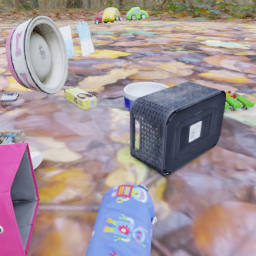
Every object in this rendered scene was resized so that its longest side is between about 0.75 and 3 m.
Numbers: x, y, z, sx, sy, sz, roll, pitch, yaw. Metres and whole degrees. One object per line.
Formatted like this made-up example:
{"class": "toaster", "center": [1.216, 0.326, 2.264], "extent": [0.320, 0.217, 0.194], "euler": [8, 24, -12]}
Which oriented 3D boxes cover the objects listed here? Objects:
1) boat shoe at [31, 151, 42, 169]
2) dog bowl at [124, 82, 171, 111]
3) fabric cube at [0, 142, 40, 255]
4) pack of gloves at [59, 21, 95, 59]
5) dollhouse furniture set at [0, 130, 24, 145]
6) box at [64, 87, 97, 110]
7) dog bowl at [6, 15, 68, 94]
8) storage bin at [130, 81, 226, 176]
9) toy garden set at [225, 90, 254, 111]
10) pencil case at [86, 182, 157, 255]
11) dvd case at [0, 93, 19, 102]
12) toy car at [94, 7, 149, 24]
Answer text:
{"class": "boat shoe", "center": [-2.819, 1.170, 7.600], "extent": [0.496, 0.507, 1.431], "euler": [17, 40, 30]}
{"class": "dog bowl", "center": [0.837, -1.330, 12.255], "extent": [2.032, 0.800, 2.032], "euler": [0, 27, 0]}
{"class": "fabric cube", "center": [-2.894, 1.452, 5.657], "extent": [1.707, 1.680, 1.712], "euler": [-3, 27, -6]}
{"class": "pack of gloves", "center": [-2.146, -3.606, 11.354], "extent": [1.277, 1.521, 0.300], "euler": [-15, -12, 5]}
{"class": "dollhouse furniture set", "center": [-3.916, 0.117, 8.650], "extent": [0.985, 1.405, 0.991], "euler": [-4, 27, -7]}
{"class": "box", "center": [-2.185, -1.379, 12.741], "extent": [0.697, 0.464, 1.852], "euler": [-19, 32, -34]}
{"class": "dog bowl", "center": [-2.908, -2.298, 9.048], "extent": [0.902, 2.445, 2.445], "euler": [0, 25, 17]}
{"class": "storage bin", "center": [1.547, -0.104, 8.464], "extent": [2.903, 1.963, 1.361], "euler": [-23, 34, -38]}
{"class": "toy garden set", "center": [4.154, -1.128, 12.355], "extent": [2.027, 0.404, 1.689], "euler": [-5, 29, -8]}
{"class": "pencil case", "center": [-0.107, 2.167, 4.886], "extent": [1.212, 1.089, 2.792], "euler": [13, 27, 1]}
{"class": "dvd case", "center": [-5.609, -1.461, 13.300], "extent": [0.684, 0.113, 0.910], "euler": [-4, 27, -9]}
{"class": "toy car", "center": [-0.153, -3.371, 8.338], "extent": [1.555, 0.369, 1.653], "euler": [-10, 20, -13]}
